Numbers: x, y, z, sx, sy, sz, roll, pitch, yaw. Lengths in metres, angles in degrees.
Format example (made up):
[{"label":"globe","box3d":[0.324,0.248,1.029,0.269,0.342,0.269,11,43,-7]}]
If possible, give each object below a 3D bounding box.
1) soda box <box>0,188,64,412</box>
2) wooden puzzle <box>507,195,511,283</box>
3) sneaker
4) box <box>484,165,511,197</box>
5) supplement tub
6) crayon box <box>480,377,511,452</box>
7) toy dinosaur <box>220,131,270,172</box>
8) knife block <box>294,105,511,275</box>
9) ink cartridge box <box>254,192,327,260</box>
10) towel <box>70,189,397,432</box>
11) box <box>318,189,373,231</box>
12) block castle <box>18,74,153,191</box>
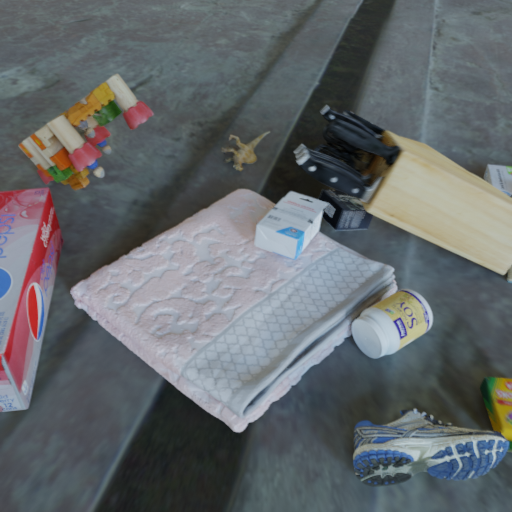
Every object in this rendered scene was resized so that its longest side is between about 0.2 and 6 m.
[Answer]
[{"label":"soda box","box3d":[-4.017,0.500,8.730,1.367,1.238,3.905,-5,40,-6]},{"label":"wooden puzzle","box3d":[5.177,-0.381,10.386,1.581,0.187,2.666,31,58,29]},{"label":"sneaker","box3d":[2.141,2.270,7.012,1.949,0.751,0.830,-2,35,-3]},{"label":"box","box3d":[5.776,-1.325,11.634,1.812,0.373,1.412,7,40,10]},{"label":"supplement tub","box3d":[2.045,1.026,8.469,1.048,0.762,0.762,-25,46,-27]},{"label":"crayon box","box3d":[3.478,2.116,7.483,0.659,0.264,1.039,4,39,-1]},{"label":"toy dinosaur","box3d":[-0.323,-2.444,13.051,0.809,0.466,1.599,26,52,7]},{"label":"knife block","box3d":[2.537,-1.132,9.386,3.697,1.183,3.246,43,28,28]},{"label":"ink cartridge box","box3d":[0.630,-0.556,9.738,0.792,0.463,1.366,21,39,19]},{"label":"towel","box3d":[-0.293,0.476,9.239,3.866,0.653,4.048,30,47,32]},{"label":"box","box3d":[1.725,-0.900,10.885,0.791,0.499,0.805,-3,36,-31]},{"label":"block castle","box3d":[-3.434,-2.343,11.293,1.930,1.355,2.888,-47,25,-25]}]
